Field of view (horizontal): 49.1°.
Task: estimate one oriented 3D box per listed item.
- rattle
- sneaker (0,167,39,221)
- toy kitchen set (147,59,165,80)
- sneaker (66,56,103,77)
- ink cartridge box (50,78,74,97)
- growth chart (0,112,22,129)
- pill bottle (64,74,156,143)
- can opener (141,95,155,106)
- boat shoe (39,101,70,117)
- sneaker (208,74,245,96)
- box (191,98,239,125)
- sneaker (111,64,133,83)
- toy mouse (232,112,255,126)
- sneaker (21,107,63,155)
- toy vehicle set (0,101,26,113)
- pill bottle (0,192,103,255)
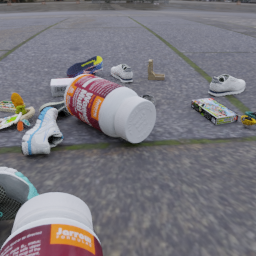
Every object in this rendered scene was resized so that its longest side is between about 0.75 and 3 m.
[{"bbox_3d":[-3.747,-0.590,9.718,0.843,0.925,1.295,-2,27,-2],"label":"rattle"},{"bbox_3d":[-2.991,1.561,5.299,2.961,1.149,1.351,-8,26,25],"label":"sneaker"},{"bbox_3d":[1.445,-3.004,14.175,0.856,0.949,0.774,3,29,7],"label":"toy kitchen set"},{"bbox_3d":[-2.188,-2.996,14.521,1.993,0.820,0.737,-18,59,1],"label":"sneaker"},{"bbox_3d":[-2.497,-2.208,13.103,2.039,0.716,2.508,-5,33,-9],"label":"ink cartridge box"},{"bbox_3d":[-4.253,-0.178,9.554,1.238,0.110,0.896,-19,29,-4],"label":"growth chart"},{"bbox_3d":[-0.631,-0.669,9.111,1.621,1.621,2.959,-24,37,-38],"label":"pill bottle"},{"bbox_3d":[0.023,-0.932,10.948,2.124,0.567,0.710,-4,-4,-6],"label":"can opener"},{"bbox_3d":[-2.387,-0.654,10.361,1.774,0.637,0.600,-20,71,-45],"label":"boat shoe"},{"bbox_3d":[4.494,-1.976,12.407,2.068,0.832,0.790,-15,30,-29],"label":"sneaker"},{"bbox_3d":[3.199,-0.659,10.489,0.931,0.294,1.691,-9,29,-17],"label":"box"},{"bbox_3d":[-0.301,-2.908,14.210,0.735,0.774,1.923,-17,31,-25],"label":"sneaker"},{"bbox_3d":[4.527,-0.246,9.718,1.273,0.277,1.433,-11,32,-31],"label":"toy mouse"},{"bbox_3d":[-2.410,0.129,8.657,0.951,0.823,2.195,8,37,2],"label":"sneaker"},{"bbox_3d":[-4.657,-0.842,11.000,1.058,0.140,0.657,8,29,14],"label":"toy vehicle set"},{"bbox_3d":[-1.040,2.235,3.738,1.538,1.538,2.693,-5,29,-9],"label":"pill bottle"}]
